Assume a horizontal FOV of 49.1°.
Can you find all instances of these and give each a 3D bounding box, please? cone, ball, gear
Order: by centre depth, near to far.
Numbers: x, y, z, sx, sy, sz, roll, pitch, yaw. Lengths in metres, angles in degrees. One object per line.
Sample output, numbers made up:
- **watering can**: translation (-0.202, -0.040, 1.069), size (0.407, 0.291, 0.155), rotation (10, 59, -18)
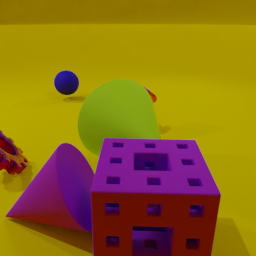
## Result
- **cone**: translation (-1.147, 0.985, 3.774), size (1.213, 1.209, 1.209), rotation (-24, 20, 10)
- **cone**: translation (0.165, 0.141, 4.639), size (1.573, 1.573, 1.579), rotation (-11, 27, -25)
- **gear**: translation (-2.229, 0.337, 4.838), size (0.206, 1.114, 1.114), rotation (-44, 31, -2)
- **ball**: translation (-2.009, -1.479, 9.177), size (0.806, 0.806, 0.806), rotation (0, 22, 0)

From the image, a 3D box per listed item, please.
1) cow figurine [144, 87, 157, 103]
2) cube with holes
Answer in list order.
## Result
- **cow figurine**: translation (0.211, -0.506, 6.470), size (0.615, 1.121, 1.103), rotation (2, -19, 32)
- **cube with holes**: translation (0.252, 0.891, 3.232), size (1.162, 1.162, 1.162), rotation (1, 22, 1)
